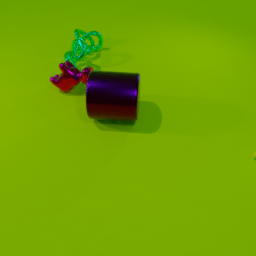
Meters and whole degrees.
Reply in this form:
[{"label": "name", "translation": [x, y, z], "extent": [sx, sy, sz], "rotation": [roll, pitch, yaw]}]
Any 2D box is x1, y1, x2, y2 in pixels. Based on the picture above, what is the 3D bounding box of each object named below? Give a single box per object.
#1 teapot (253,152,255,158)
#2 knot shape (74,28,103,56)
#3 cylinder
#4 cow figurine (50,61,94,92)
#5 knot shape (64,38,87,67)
[{"label": "teapot", "translation": [3.438, 0.551, 6.182], "extent": [0.835, 1.705, 1.060], "rotation": [16, 75, -13]}, {"label": "knot shape", "translation": [-1.516, -3.155, 10.045], "extent": [1.102, 0.509, 1.031], "rotation": [-43, 92, -22]}, {"label": "cylinder", "translation": [-0.363, -0.861, 7.593], "extent": [1.320, 1.320, 1.320], "rotation": [4, 47, 4]}, {"label": "cow figurine", "translation": [-1.586, -1.462, 8.473], "extent": [1.238, 1.258, 0.691], "rotation": [42, 26, -5]}, {"label": "knot shape", "translation": [-1.805, -2.469, 9.388], "extent": [0.501, 1.084, 1.014], "rotation": [26, 13, -26]}]
